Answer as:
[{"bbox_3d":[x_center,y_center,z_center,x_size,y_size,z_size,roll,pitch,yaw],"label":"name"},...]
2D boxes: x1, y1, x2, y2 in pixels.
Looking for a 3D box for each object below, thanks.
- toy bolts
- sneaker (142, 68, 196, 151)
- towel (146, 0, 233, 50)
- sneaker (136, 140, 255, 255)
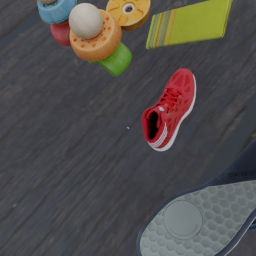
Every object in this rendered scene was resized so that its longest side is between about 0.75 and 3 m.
[{"bbox_3d":[-0.678,-2.050,4.667,1.852,1.285,1.769,28,82,22],"label":"toy bolts"},{"bbox_3d":[0.455,-0.242,2.976,0.385,0.568,0.983,16,84,19],"label":"sneaker"},{"bbox_3d":[1.288,-2.316,6.371,2.114,0.191,0.910,8,84,47],"label":"towel"},{"bbox_3d":[1.037,1.026,3.195,1.906,1.377,0.725,-33,58,-6],"label":"sneaker"}]
